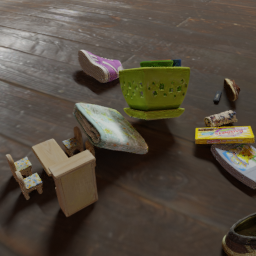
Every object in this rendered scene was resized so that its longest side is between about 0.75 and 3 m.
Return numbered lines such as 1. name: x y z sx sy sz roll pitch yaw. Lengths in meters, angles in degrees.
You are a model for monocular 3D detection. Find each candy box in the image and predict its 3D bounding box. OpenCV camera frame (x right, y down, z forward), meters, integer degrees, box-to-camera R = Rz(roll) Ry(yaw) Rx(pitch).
1. candy box: 3.320 0.243 9.758 1.888 0.249 0.965 -2 25 16

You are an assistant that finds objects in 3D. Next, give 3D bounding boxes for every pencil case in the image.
1. pencil case: 3.517 -0.301 10.682 1.271 0.494 0.568 -15 26 -19

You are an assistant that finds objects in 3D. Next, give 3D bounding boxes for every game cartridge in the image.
1. game cartridge: 3.716 1.047 9.104 1.321 0.401 1.982 -21 43 -19

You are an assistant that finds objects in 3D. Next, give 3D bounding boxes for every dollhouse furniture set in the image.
1. dollhouse furniture set: -2.015 0.977 8.124 2.349 1.664 2.557 -24 44 -27

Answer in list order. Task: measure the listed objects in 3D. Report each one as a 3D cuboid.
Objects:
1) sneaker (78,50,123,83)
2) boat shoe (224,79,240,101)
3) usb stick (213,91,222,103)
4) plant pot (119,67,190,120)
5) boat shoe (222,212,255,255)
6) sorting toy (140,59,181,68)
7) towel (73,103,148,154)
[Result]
1. sneaker: -1.322 -3.165 14.056 1.547 0.984 2.714 -24 53 -34
2. boat shoe: 4.704 -1.721 12.437 0.592 0.593 1.644 1 32 4
3. usb stick: 3.946 -1.379 12.327 0.251 0.148 0.906 16 41 18
4. plant pot: 0.937 -1.291 10.382 2.005 1.819 1.995 -5 10 -27
5. boat shoe: 3.556 2.447 6.907 2.619 0.861 0.936 -13 40 -16
6. sorting toy: 1.401 -2.241 11.461 1.537 1.050 2.557 1 14 16
7. towel: -0.628 -0.029 9.574 2.049 0.576 2.393 10 27 -39
